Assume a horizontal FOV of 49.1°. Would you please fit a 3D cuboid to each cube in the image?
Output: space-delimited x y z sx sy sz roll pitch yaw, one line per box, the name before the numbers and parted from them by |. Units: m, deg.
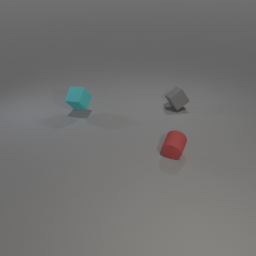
cube | -2.039 -1.224 11.576 0.700 0.700 0.700 6 69 26
cube | 2.181 -1.326 12.466 0.700 0.700 0.700 -37 21 1

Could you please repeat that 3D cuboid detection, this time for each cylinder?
cylinder | 1.543 0.556 9.335 0.700 0.700 0.700 12 48 21
